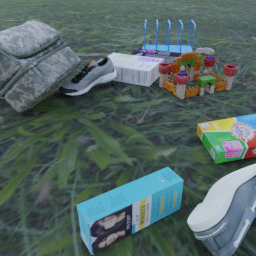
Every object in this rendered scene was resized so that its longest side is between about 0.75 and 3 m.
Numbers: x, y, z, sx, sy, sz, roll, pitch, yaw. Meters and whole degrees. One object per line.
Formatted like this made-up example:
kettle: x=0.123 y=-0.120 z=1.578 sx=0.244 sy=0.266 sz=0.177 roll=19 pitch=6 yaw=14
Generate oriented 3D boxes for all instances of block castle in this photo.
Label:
block castle: x=2.573 y=-2.099 z=10.541 sx=2.600 sy=1.220 sz=1.738 roll=-13 pitch=32 yaw=-20

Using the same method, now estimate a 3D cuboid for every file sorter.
file sorter: x=2.091 y=-4.722 z=14.628 sx=2.626 sy=1.611 sz=1.822 roll=2 pitch=30 yaw=4

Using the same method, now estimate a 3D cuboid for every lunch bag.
lunch bag: x=-3.191 y=-2.154 z=9.011 sx=1.916 sy=2.306 sz=2.749 roll=-32 pitch=16 yaw=38

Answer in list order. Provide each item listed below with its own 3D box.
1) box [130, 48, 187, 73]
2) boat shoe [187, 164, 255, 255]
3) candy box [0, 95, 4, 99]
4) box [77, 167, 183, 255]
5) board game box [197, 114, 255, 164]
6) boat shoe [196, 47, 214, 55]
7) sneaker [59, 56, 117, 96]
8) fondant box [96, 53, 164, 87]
box: x=1.408 y=-3.148 z=13.057 sx=2.735 sy=0.494 sz=1.955 roll=13 pitch=33 yaw=19
boat shoe: x=2.029 y=1.421 z=5.259 sx=2.574 sy=0.937 sz=0.795 roll=-24 pitch=81 yaw=-46
candy box: x=-4.674 y=-1.328 z=10.191 sx=0.521 sy=0.252 sz=0.893 roll=-11 pitch=31 yaw=-17
box: x=0.089 y=1.415 z=4.992 sx=1.911 sy=0.786 sz=0.470 roll=-18 pitch=35 yaw=-27
board game box: x=2.804 y=0.226 z=7.117 sx=1.719 sy=0.347 sz=1.315 roll=-10 pitch=34 yaw=-4
boat shoe: x=4.090 y=-4.088 z=14.798 sx=0.982 sy=0.353 sz=0.292 roll=11 pitch=35 yaw=28
sneaker: x=-1.536 y=-1.936 z=10.416 sx=2.356 sy=0.934 sz=0.871 roll=-31 pitch=41 yaw=-22
fondant box: x=0.084 y=-2.497 z=11.732 sx=2.403 sy=0.700 sz=1.734 roll=14 pitch=33 yaw=20
